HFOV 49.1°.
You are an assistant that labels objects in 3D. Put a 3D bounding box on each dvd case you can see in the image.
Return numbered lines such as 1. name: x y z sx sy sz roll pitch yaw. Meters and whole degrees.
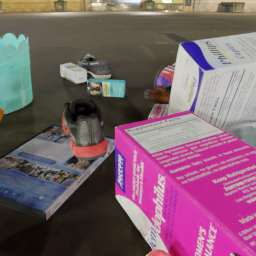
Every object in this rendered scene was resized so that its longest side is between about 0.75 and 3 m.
1. dvd case: -1.630 0.702 5.823 1.912 0.235 2.681 11 29 22

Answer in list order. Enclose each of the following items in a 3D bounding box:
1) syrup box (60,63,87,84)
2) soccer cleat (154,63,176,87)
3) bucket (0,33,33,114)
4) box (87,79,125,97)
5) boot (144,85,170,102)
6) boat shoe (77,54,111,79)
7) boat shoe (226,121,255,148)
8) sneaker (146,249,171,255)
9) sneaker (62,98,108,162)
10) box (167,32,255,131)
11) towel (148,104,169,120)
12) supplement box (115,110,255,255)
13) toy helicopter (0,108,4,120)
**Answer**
1. syrup box: -2.213 -2.228 11.309 0.501 0.518 1.272 -20 33 -35
2. soccer cleat: 1.802 -1.960 10.578 0.858 0.799 2.344 27 36 25
3. bucket: -4.462 -1.703 8.645 3.070 1.997 3.070 0 26 0
4. box: -0.737 -1.381 9.632 1.267 0.521 0.311 4 27 9
5. boot: 1.344 -1.036 8.928 1.302 0.446 1.226 17 15 29
6. boat shoe: -1.493 -2.810 12.136 0.938 0.810 2.583 -15 30 -27
7. boat shoe: 2.812 0.190 6.533 1.867 0.687 0.623 -1 12 -26
8. sneaker: 0.334 2.021 2.437 0.806 0.931 2.062 -2 28 -8
9. sneaker: -1.026 -0.217 6.163 0.801 1.108 2.267 -11 25 -17
10. box: 2.302 -0.949 6.587 2.320 2.133 1.217 -11 47 -13
11. towel: 1.415 -0.431 8.065 1.531 0.229 1.120 6 26 12
12. supplement box: 1.079 1.037 3.759 1.507 1.476 2.916 -13 29 -23
13. toy helicopter: -3.284 0.276 4.823 0.931 2.361 1.561 35 -7 -10
